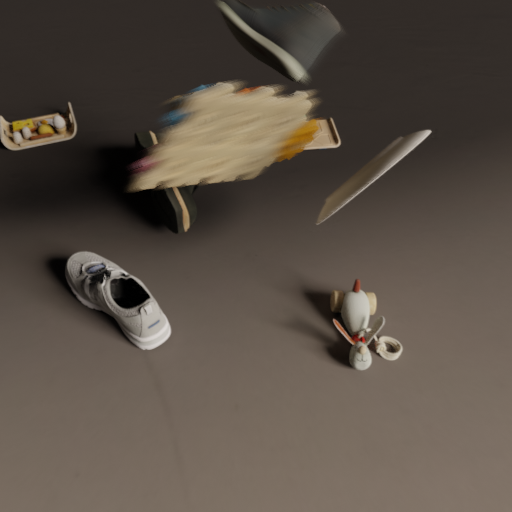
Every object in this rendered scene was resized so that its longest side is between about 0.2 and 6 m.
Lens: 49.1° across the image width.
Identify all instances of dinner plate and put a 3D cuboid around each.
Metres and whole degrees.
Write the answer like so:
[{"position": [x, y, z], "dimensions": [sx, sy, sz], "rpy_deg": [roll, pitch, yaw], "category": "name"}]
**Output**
[{"position": [1.661, -1.213, 8.344], "dimensions": [0.257, 2.123, 2.123], "rpy_deg": [49, 55, 0], "category": "dinner plate"}]

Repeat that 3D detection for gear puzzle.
[{"position": [-0.134, -1.866, 8.393], "dimensions": [3.571, 1.850, 0.468], "rpy_deg": [-15, 63, -50], "category": "gear puzzle"}]

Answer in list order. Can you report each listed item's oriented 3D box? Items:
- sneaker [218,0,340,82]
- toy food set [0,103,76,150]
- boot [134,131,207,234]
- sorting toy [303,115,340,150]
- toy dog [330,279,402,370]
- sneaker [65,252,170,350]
[{"position": [0.338, -3.581, 8.664], "dimensions": [1.054, 0.742, 1.984], "rpy_deg": [-44, 66, 0], "category": "sneaker"}, {"position": [-5.272, -3.206, 13.517], "dimensions": [1.720, 0.519, 1.234], "rpy_deg": [-15, 46, -15], "category": "toy food set"}, {"position": [-1.146, -1.811, 11.651], "dimensions": [2.214, 1.240, 3.201], "rpy_deg": [-11, 45, -18], "category": "boot"}, {"position": [1.291, -3.043, 13.554], "dimensions": [1.184, 0.236, 1.602], "rpy_deg": [-8, 47, -1], "category": "sorting toy"}, {"position": [1.657, 0.988, 8.963], "dimensions": [1.011, 0.739, 1.533], "rpy_deg": [-14, 45, -14], "category": "toy dog"}, {"position": [-2.318, 0.477, 9.306], "dimensions": [2.441, 1.001, 0.912], "rpy_deg": [31, 52, 28], "category": "sneaker"}]
